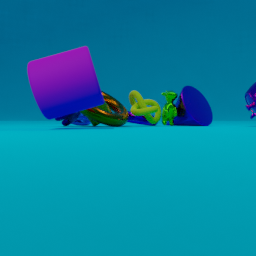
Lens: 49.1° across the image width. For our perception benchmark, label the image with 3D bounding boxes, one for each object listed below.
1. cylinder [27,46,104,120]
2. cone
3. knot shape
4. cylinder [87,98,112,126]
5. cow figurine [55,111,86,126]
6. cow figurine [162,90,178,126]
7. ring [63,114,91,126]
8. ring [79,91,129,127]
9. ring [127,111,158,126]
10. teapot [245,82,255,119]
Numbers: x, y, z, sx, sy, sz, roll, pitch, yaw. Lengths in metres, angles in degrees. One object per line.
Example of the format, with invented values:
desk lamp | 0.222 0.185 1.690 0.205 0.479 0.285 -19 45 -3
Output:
cylinder | -1.324 -0.981 6.160 1.309 1.309 1.309 -17 2 -3
cone | 1.874 -0.439 9.886 1.534 1.534 1.540 -1 -24 -43
knot shape | 0.629 -0.637 9.299 1.261 0.623 1.347 24 19 -32
cylinder | -0.946 -0.537 8.560 0.731 0.731 0.731 -31 10 6
cow figurine | -1.676 -0.650 9.098 1.380 0.770 1.402 -31 -12 -1
cow figurine | 1.384 -0.711 9.404 0.563 1.008 1.025 4 -43 -4
ring | -1.891 -0.345 10.356 1.135 0.227 1.135 12 15 -3
ring | -0.868 -0.697 8.602 1.975 0.395 1.975 26 21 -11
ring | 0.344 -0.347 10.141 1.549 0.310 1.549 9 -3 1
teapot | 4.217 -0.825 8.904 0.963 1.223 1.967 -29 -29 6
